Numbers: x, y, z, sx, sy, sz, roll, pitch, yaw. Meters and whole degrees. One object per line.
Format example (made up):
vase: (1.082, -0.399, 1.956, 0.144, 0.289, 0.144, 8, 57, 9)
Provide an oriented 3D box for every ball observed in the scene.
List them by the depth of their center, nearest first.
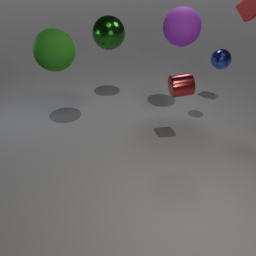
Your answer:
ball: (-2.472, -2.605, 9.392, 1.400, 1.400, 1.400, 0, 29, 0)
ball: (3.276, -2.423, 9.865, 0.700, 0.700, 0.700, 0, 29, 0)
ball: (1.992, -3.730, 10.342, 1.400, 1.400, 1.400, 0, 29, 0)
ball: (-0.821, -4.056, 11.948, 1.400, 1.400, 1.400, 0, 29, 0)

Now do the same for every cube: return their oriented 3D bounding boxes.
cube: (4.543, -4.436, 10.295, 0.700, 0.700, 0.700, -29, -1, -40)

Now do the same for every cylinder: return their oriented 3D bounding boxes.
cylinder: (1.675, -1.345, 8.827, 0.700, 0.700, 0.700, -10, 30, -3)
